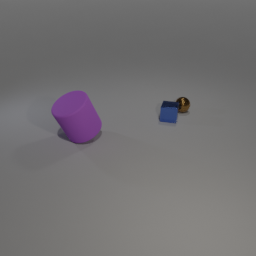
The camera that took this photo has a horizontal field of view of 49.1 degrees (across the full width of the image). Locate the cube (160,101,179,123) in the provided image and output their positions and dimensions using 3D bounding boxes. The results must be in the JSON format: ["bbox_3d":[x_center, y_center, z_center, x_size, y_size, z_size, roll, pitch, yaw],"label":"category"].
[{"bbox_3d":[1.771,-0.688,11.928,0.700,0.700,0.700,7,30,13],"label":"cube"}]

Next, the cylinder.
[{"bbox_3d":[-1.849,-0.407,10.239,1.400,1.400,1.400,-13,43,13],"label":"cylinder"}]

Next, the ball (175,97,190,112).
[{"bbox_3d":[2.451,-1.051,12.602,0.700,0.700,0.700,0,29,0],"label":"ball"}]
